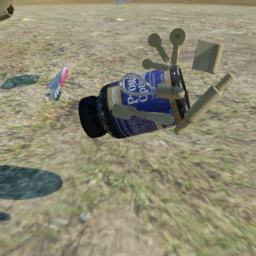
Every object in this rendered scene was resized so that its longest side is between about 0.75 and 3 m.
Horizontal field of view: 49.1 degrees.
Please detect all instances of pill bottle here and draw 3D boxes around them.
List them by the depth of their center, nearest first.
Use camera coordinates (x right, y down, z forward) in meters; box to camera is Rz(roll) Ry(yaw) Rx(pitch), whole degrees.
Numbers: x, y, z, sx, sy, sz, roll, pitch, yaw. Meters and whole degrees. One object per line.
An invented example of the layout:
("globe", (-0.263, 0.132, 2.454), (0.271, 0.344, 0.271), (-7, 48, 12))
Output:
("pill bottle", (0.130, -0.420, 5.439), (2.025, 1.133, 1.133), (-14, 26, 16))

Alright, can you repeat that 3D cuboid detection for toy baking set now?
("toy baking set", (0.630, -0.646, 4.338), (1.425, 1.856, 0.216), (41, 18, 13))

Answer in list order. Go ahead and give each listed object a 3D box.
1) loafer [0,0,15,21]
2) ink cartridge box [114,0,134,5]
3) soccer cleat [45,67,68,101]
("loafer", (-2.686, -2.406, 5.725), (0.592, 1.755, 0.667), (33, 29, -30))
("ink cartridge box", (0.463, -5.069, 10.577), (1.616, 0.351, 1.600), (-21, 23, -14))
("soccer cleat", (-1.651, -1.028, 6.401), (0.370, 0.856, 0.299), (20, 20, -12))
